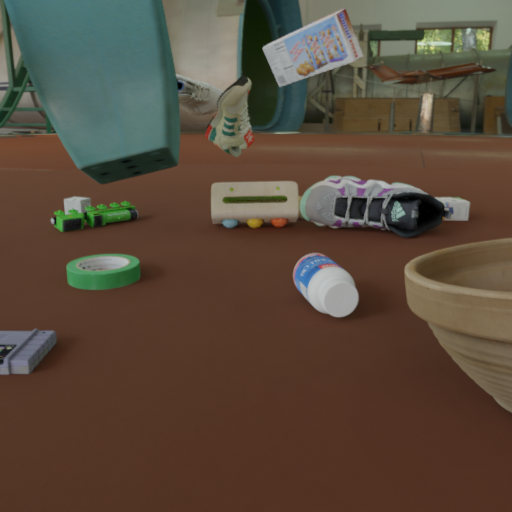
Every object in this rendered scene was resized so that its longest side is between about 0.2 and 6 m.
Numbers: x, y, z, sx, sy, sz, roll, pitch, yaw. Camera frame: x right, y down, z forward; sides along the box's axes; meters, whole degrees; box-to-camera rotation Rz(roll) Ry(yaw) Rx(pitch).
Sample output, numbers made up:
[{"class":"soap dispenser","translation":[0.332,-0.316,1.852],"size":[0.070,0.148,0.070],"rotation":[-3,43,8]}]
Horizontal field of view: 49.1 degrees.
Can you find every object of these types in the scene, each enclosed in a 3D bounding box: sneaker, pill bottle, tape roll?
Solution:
[{"class":"sneaker","translation":[-0.373,-3.043,12.546],"size":[0.807,1.072,2.293],"rotation":[-49,1,-30]},{"class":"sneaker","translation":[2.541,-0.981,11.426],"size":[2.964,1.152,2.073],"rotation":[-5,16,-14]},{"class":"pill bottle","translation":[0.938,0.397,7.467],"size":[0.638,0.638,1.137],"rotation":[-4,15,-13]},{"class":"sneaker","translation":[-1.670,-4.000,13.829],"size":[2.259,0.842,0.984],"rotation":[4,8,-30]},{"class":"tape roll","translation":[-2.374,0.236,8.745],"size":[1.102,0.265,1.102],"rotation":[0,15,0]}]

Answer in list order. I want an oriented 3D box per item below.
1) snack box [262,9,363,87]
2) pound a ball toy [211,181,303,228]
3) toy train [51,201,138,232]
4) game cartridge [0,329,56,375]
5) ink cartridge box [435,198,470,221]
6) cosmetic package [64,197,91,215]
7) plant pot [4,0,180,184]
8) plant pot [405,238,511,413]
[{"class":"snack box","translation":[0.815,-3.181,8.737],"size":[0.244,0.721,2.007],"rotation":[-34,20,-23]},{"class":"pound a ball toy","translation":[0.122,-1.014,12.477],"size":[2.174,0.923,1.418],"rotation":[-1,-10,-2]},{"class":"toy train","translation":[-3.525,-0.869,12.475],"size":[2.018,0.421,0.569],"rotation":[-14,31,-41]},{"class":"game cartridge","translation":[-2.922,1.022,6.065],"size":[1.250,0.240,0.811],"rotation":[0,12,1]},{"class":"ink cartridge box","translation":[4.361,-1.112,13.182],"size":[1.049,0.459,0.762],"rotation":[1,15,0]},{"class":"cosmetic package","translation":[-4.313,-1.190,13.555],"size":[0.490,0.404,0.404],"rotation":[6,17,20]},{"class":"plant pot","translation":[-2.533,-3.146,9.756],"size":[2.396,3.390,2.395],"rotation":[-15,-2,-2]},{"class":"plant pot","translation":[2.837,0.627,4.954],"size":[2.879,1.329,2.879],"rotation":[-8,8,1]}]
